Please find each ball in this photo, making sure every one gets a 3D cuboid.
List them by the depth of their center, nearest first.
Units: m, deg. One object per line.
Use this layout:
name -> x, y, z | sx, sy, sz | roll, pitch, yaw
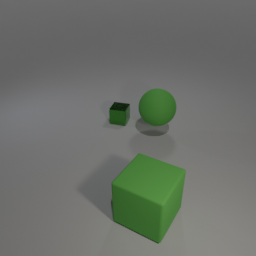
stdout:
ball -> 1.092, -0.765, 10.408 | 1.400, 1.400, 1.400 | 0, 32, 0

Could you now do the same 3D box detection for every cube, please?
cube -> 0.538, 1.758, 7.276 | 1.400, 1.400, 1.400 | 18, 37, 26
cube -> -0.342, -0.598, 11.687 | 0.700, 0.700, 0.700 | 8, 32, 14
